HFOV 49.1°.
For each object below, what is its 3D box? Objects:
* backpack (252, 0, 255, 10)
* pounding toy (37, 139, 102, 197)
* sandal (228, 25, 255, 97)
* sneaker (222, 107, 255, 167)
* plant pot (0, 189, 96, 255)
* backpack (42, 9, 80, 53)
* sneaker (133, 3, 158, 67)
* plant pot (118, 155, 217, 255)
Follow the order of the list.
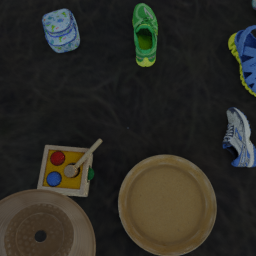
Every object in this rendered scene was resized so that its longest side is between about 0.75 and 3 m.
[{"bbox_3d":[5.119,-4.445,9.786,1.434,1.261,1.099,36,75,9],"label":"backpack"},{"bbox_3d":[-1.584,1.111,7.976,1.646,1.170,1.515,5,72,2],"label":"pounding toy"},{"bbox_3d":[4.195,-2.192,9.092,1.091,1.195,2.744,-20,74,-8],"label":"sandal"},{"bbox_3d":[3.260,0.281,8.510,0.819,0.741,1.922,-11,71,1],"label":"sneaker"},{"bbox_3d":[-1.457,1.851,4.505,2.078,0.959,2.078,13,50,-16],"label":"plant pot"},{"bbox_3d":[-2.303,-3.320,9.588,1.171,0.941,1.280,-17,76,-2],"label":"backpack"},{"bbox_3d":[0.633,-3.311,9.538,0.899,1.015,2.429,-4,71,0],"label":"sneaker"},{"bbox_3d":[1.107,2.162,8.050,2.771,0.381,2.771,0,71,0],"label":"plant pot"}]
